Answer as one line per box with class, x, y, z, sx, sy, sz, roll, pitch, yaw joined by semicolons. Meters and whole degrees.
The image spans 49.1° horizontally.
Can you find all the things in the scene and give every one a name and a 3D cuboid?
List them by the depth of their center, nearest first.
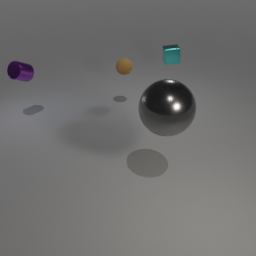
ball;0.957;-0.490;6.882;1.400;1.400;1.400;0;31;0
cylinder;-4.094;-2.156;10.696;0.700;0.700;0.700;15;8;24
ball;-0.167;-2.618;11.943;0.700;0.700;0.700;0;31;0
cube;1.960;-3.325;12.690;0.700;0.700;0.700;-6;30;0
